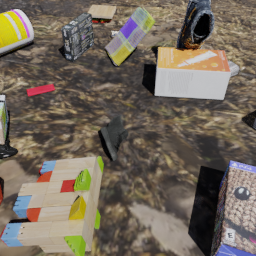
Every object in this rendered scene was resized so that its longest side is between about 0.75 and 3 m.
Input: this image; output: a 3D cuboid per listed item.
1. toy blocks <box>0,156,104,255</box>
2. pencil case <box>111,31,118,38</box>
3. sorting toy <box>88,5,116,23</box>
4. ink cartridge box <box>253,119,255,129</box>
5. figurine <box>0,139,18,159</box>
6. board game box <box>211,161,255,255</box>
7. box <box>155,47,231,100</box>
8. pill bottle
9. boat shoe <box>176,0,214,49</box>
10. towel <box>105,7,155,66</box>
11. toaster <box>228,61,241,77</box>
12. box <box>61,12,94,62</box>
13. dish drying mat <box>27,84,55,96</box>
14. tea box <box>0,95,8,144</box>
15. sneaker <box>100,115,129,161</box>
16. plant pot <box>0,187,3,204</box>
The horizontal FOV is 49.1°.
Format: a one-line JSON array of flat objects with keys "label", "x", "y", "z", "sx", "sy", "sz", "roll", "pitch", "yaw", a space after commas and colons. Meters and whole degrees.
[{"label": "toy blocks", "x": -1.725, "y": 1.751, "z": 6.612, "sx": 1.899, "sy": 1.388, "sz": 2.778, "roll": -6, "pitch": 41, "yaw": 9}, {"label": "pencil case", "x": -0.402, "y": -4.534, "z": 13.533, "sx": 0.826, "sy": 0.369, "sz": 0.321, "roll": 0, "pitch": 86, "yaw": -1}, {"label": "sorting toy", "x": -1.399, "y": -6.088, "z": 15.045, "sx": 1.340, "sy": 0.469, "sz": 1.348, "roll": 6, "pitch": 45, "yaw": 6}, {"label": "ink cartridge box", "x": 4.978, "y": -0.003, "z": 8.658, "sx": 1.220, "sy": 0.710, "sz": 1.675, "roll": -24, "pitch": 50, "yaw": -22}, {"label": "figurine", "x": -4.638, "y": 0.402, "z": 8.242, "sx": 2.134, "sy": 0.941, "sz": 2.187, "roll": -19, "pitch": 47, "yaw": -30}, {"label": "board game box", "x": 2.943, "y": 2.063, "z": 6.288, "sx": 1.733, "sy": 1.053, "sz": 2.174, "roll": 13, "pitch": 47, "yaw": 13}, {"label": "box", "x": 2.285, "y": -2.031, "z": 10.350, "sx": 2.497, "sy": 1.217, "sz": 1.553, "roll": 4, "pitch": 43, "yaw": 3}, {"label": "pill bottle", "x": -5.725, "y": -3.929, "z": 12.059, "sx": 1.552, "sy": 1.552, "sz": 2.978, "roll": 33, "pitch": 53, "yaw": 29}, {"label": "boat shoe", "x": 2.402, "y": -3.288, "z": 10.254, "sx": 1.007, "sy": 2.845, "sz": 1.291, "roll": 1, "pitch": 53, "yaw": 1}, {"label": "towel", "x": 0.019, "y": -3.886, "z": 11.871, "sx": 0.280, "sy": 2.461, "sz": 1.767, "roll": 28, "pitch": 27, "yaw": -39}, {"label": "toaster", "x": 4.096, "y": -2.347, "z": 11.263, "sx": 0.492, "sy": 0.432, "sz": 0.761, "roll": -24, "pitch": 51, "yaw": -17}, {"label": "box", "x": -2.127, "y": -3.959, "z": 12.168, "sx": 0.396, "sy": 1.456, "sz": 1.818, "roll": 18, "pitch": 48, "yaw": 18}, {"label": "dish drying mat", "x": -3.282, "y": -1.431, "z": 10.565, "sx": 1.003, "sy": 0.091, "sz": 0.385, "roll": -16, "pitch": 47, "yaw": -17}, {"label": "tea box", "x": -4.166, "y": -0.236, "z": 7.850, "sx": 1.353, "sy": 0.904, "sz": 1.331, "roll": -3, "pitch": 37, "yaw": -17}, {"label": "sneaker", "x": -0.334, "y": 0.267, "z": 8.540, "sx": 0.836, "sy": 0.481, "sz": 1.603, "roll": -17, "pitch": 43, "yaw": -10}, {"label": "plant pot", "x": -3.857, "y": 1.680, "z": 6.454, "sx": 1.419, "sy": 1.610, "sz": 1.609, "roll": 15, "pitch": 45, "yaw": -3}]
